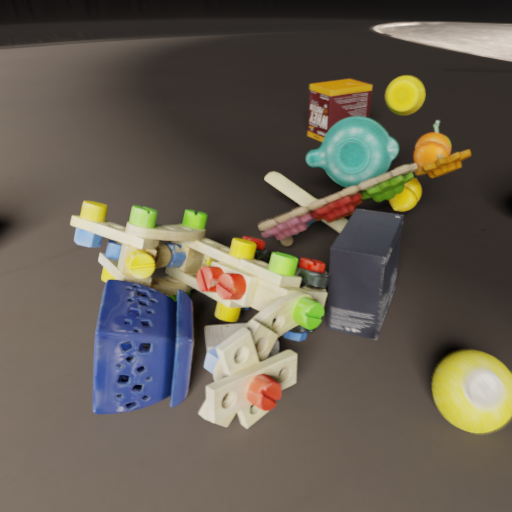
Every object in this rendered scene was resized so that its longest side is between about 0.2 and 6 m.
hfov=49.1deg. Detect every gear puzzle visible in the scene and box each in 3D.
[{"bbox_3d":[1.808,-0.923,9.197,3.512,0.460,1.819,-22,-2,10],"label":"gear puzzle"}]

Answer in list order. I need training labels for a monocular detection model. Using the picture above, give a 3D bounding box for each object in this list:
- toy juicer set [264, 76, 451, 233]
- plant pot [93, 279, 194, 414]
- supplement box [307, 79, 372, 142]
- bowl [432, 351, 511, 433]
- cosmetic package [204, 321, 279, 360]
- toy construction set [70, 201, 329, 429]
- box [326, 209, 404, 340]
[{"bbox_3d":[2.034,-1.590,10.403,3.252,2.069,0.885,-34,2,24],"label":"toy juicer set"},{"bbox_3d":[-1.320,1.073,6.697,1.090,1.212,1.212,3,28,-9],"label":"plant pot"},{"bbox_3d":[2.324,-4.073,15.762,1.455,1.475,0.979,-16,32,-27],"label":"supplement box"},{"bbox_3d":[2.445,1.465,6.140,0.910,0.490,0.910,-2,73,5],"label":"bowl"},{"bbox_3d":[-0.190,1.163,7.320,0.926,0.376,0.523,-5,27,-8],"label":"cosmetic package"},{"bbox_3d":[-0.573,0.430,7.231,2.495,1.753,3.805,6,26,-44],"label":"toy construction set"},{"bbox_3d":[1.574,0.217,8.056,0.752,1.316,1.445,11,30,20],"label":"box"}]
